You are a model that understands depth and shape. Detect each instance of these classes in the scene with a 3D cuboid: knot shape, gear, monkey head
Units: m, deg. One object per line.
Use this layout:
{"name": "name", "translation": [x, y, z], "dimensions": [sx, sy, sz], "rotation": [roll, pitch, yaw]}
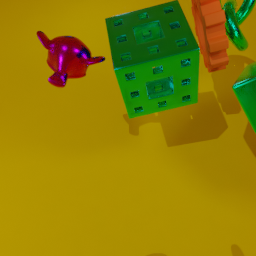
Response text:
{"name": "knot shape", "translation": [2.307, -2.647, 6.361], "dimensions": [0.782, 1.585, 1.693], "rotation": [-3, 29, -7]}
{"name": "gear", "translation": [1.641, -2.116, 5.751], "dimensions": [0.347, 1.878, 1.878], "rotation": [-13, 59, 11]}
{"name": "monkey head", "translation": [-1.088, -1.193, 4.962], "dimensions": [1.259, 0.759, 0.906], "rotation": [21, 40, -7]}

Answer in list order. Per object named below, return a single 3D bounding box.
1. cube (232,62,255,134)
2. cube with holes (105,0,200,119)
{"name": "cube", "translation": [2.756, -0.629, 4.855], "dimensions": [1.217, 1.217, 1.217], "rotation": [59, 42, -10]}
{"name": "cube with holes", "translation": [0.449, -1.213, 5.128], "dimensions": [1.331, 1.331, 1.331], "rotation": [-13, 56, 4]}
